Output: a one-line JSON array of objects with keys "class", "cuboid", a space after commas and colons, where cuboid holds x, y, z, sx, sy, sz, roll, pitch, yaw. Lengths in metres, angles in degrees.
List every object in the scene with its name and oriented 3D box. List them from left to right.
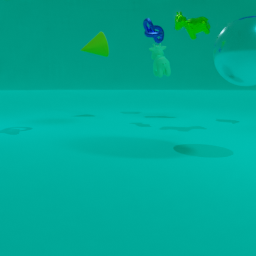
[{"class": "cone", "cuboid": [-1.374, -3.112, 10.807, 0.980, 0.976, 0.976, -19, 14, -17]}, {"class": "knot shape", "cuboid": [1.082, -4.046, 11.809, 1.193, 0.551, 1.116, 36, 30, -17]}, {"class": "cow figurine", "cuboid": [0.972, -2.054, 8.436, 0.545, 0.977, 0.993, -9, 16, -4]}, {"class": "cow figurine", "cuboid": [2.257, -3.725, 9.960, 1.162, 0.638, 1.143, -12, -42, 36]}, {"class": "ball", "cuboid": [2.039, -1.288, 4.751, 1.146, 1.146, 1.146, 0, 9, 0]}]
